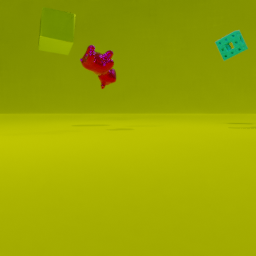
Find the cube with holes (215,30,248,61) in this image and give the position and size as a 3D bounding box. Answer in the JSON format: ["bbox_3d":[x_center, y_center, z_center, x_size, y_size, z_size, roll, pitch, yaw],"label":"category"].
[{"bbox_3d":[3.922,-3.116,10.586,0.787,0.787,0.787,-24,4,37],"label":"cube with holes"}]

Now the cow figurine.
[{"bbox_3d":[-0.750,-1.535,7.221,1.115,0.612,1.097,11,-33,-27],"label":"cow figurine"}]

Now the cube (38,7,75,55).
[{"bbox_3d":[-2.294,-3.063,8.968,1.003,1.003,1.003,5,-9,-20],"label":"cube"}]
